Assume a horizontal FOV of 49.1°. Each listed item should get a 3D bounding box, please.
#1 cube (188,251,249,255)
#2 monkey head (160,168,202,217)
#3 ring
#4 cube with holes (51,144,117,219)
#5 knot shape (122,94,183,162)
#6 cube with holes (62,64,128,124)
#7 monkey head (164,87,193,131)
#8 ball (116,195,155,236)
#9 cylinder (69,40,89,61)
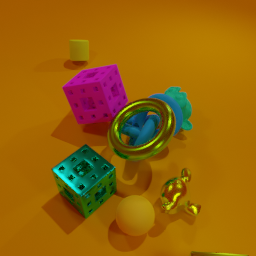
[{"bbox_3d":[1.615,2.826,5.029,1.001,1.001,1.001,0,61,9],"label":"cube"},{"bbox_3d":[1.246,1.600,6.507,0.970,0.812,1.348,18,43,24],"label":"monkey head"},{"bbox_3d":[0.311,-0.005,7.075,1.842,0.368,1.842,-15,50,19],"label":"ring"},{"bbox_3d":[-1.011,1.265,6.723,1.041,1.041,1.041,34,55,28],"label":"cube with holes"},{"bbox_3d":[0.437,0.052,7.719,2.032,0.939,1.901,-14,40,31],"label":"knot shape"},{"bbox_3d":[-0.913,-0.992,8.276,1.230,1.230,1.230,-4,31,25],"label":"cube with holes"},{"bbox_3d":[1.303,-0.612,8.566,1.231,1.031,1.712,-21,41,-9],"label":"monkey head"},{"bbox_3d":[0.158,1.927,6.184,0.859,0.859,0.859,0,46,0],"label":"ball"},{"bbox_3d":[-1.896,-3.020,10.874,0.744,0.744,0.744,2,20,-1],"label":"cylinder"}]
